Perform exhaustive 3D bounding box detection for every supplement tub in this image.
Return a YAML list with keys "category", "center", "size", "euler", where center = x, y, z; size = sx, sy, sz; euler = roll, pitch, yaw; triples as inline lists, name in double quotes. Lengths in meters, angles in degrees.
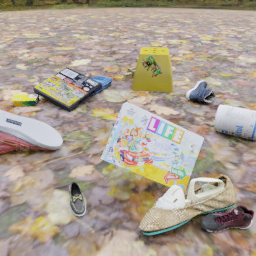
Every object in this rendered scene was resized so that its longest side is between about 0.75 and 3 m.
- category: "supplement tub"
  center: [4.128, -0.218, 10.426]
  size: [1.611, 1.063, 1.063]
  euler: [14, 32, 24]

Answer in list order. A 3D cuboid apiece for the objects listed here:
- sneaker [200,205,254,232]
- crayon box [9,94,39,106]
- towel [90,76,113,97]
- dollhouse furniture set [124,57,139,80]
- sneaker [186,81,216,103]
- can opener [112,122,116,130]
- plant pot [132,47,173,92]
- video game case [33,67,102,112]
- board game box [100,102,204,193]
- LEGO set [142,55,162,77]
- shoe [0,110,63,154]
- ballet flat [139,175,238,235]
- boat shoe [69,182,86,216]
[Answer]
- category: "sneaker"
  center: [2.376, 2.074, 6.638]
  size: [1.262, 0.729, 0.478]
  euler: [-5, 45, -5]
- category: "crayon box"
  center: [-4.827, -1.297, 13.085]
  size: [1.185, 0.301, 0.752]
  euler: [-1, 30, -4]
- category: "towel"
  center: [-1.756, -2.262, 14.590]
  size: [1.138, 0.495, 2.038]
  euler: [13, 32, 24]
- category: "dollhouse furniture set"
  center: [0.253, -3.587, 16.195]
  size: [1.369, 1.211, 0.761]
  euler: [-16, 33, -27]
- category: "sneaker"
  center: [3.724, -1.734, 13.386]
  size: [1.233, 0.649, 1.707]
  euler: [11, 40, 40]
- category: "can opener"
  center: [0.143, 0.024, 10.795]
  size: [1.516, 0.399, 0.504]
  euler: [4, -5, 5]
- category: "plant pot"
  center: [1.360, -3.183, 14.831]
  size: [2.114, 1.865, 2.114]
  euler: [3, 30, 6]
- category: "video game case"
  center: [-2.860, -1.906, 13.358]
  size: [2.443, 0.312, 2.208]
  euler: [28, 52, 26]
- category: "board game box"
  center: [0.669, 0.531, 7.314]
  size: [2.349, 1.579, 0.402]
  euler: [23, -9, -13]
- category: "LEGO set"
  center: [0.879, -2.480, 11.550]
  size: [0.569, 0.982, 0.755]
  euler: [-31, 24, 35]
- category: "shoe"
  center: [-3.762, 0.345, 9.557]
  size: [2.824, 1.285, 1.009]
  euler: [22, 36, -22]
- category: "ballet flat"
  center: [1.474, 1.773, 6.955]
  size: [2.788, 0.910, 0.983]
  euler: [-12, 5, -25]
- category: "boat shoe"
  center: [-1.379, 1.878, 7.478]
  size: [0.386, 0.326, 1.084]
  euler: [-10, 31, -17]
